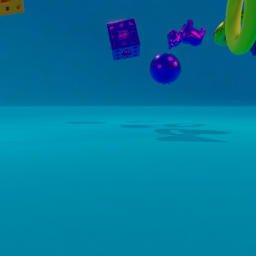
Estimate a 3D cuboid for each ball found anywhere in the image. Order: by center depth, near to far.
[{"bbox_3d":[1.126,-1.778,8.474,0.956,0.956,0.956,0,5,0],"label":"ball"}]

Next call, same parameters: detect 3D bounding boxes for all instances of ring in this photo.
[{"bbox_3d":[2.616,-2.607,6.415,0.359,1.794,1.794,0,5,4],"label":"ring"},{"bbox_3d":[3.468,-3.121,8.638,1.733,0.347,1.733,-19,-12,-4],"label":"ring"}]

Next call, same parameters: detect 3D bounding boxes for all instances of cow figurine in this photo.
[{"bbox_3d":[2.157,-3.362,10.503,1.350,1.328,0.741,26,-12,-11],"label":"cow figurine"}]

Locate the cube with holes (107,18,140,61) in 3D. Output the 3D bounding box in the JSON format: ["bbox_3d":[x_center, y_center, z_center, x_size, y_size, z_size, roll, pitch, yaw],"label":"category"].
[{"bbox_3d":[-0.151,-3.105,9.942,0.979,0.979,0.979,-12,-9,-1],"label":"cube with holes"}]

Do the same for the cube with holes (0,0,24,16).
[{"bbox_3d":[-3.613,-3.731,7.716,0.953,0.953,0.953,32,45,30],"label":"cube with holes"}]

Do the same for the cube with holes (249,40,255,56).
[{"bbox_3d":[3.155,-2.268,6.458,0.732,0.732,0.732,-15,-34,10],"label":"cube with holes"}]
